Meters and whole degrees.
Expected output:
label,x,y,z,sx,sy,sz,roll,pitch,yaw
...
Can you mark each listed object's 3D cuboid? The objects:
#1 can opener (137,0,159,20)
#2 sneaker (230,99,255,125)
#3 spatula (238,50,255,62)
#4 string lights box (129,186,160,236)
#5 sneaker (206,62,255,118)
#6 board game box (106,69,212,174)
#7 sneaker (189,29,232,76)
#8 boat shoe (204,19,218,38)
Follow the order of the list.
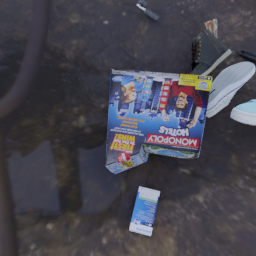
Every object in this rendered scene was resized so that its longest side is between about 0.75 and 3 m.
label,x,y,z,sx,sy,sz,roll,pitch,yaw
can opener,0.740,-4.266,10.090,0.948,0.317,0.253,35,38,4
sneaker,4.168,-0.826,7.720,2.999,1.108,1.229,-8,107,-18
spatula,4.829,-2.112,9.187,2.484,0.255,0.702,21,58,15
string lights box,0.433,2.135,7.220,0.572,0.328,1.113,13,66,6
sneaker,2.803,-1.099,8.111,2.035,0.720,0.743,-38,47,0
board game box,0.594,-0.079,7.648,2.921,0.901,2.919,9,70,19
sneaker,2.126,-2.110,8.645,2.132,0.797,1.132,-41,88,-23
boat shoe,2.785,-2.995,9.488,0.501,0.528,1.395,-1,75,17
